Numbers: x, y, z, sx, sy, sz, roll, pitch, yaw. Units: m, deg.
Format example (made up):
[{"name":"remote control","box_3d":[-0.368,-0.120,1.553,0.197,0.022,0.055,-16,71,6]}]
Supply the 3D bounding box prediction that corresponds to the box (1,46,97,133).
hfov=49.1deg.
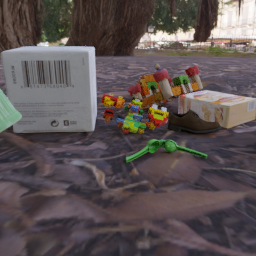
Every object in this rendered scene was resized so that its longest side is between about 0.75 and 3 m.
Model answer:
[{"name":"box","box_3d":[-2.308,-1.313,9.006,2.491,2.503,2.144,-1,20,-3]}]

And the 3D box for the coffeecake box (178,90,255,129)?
[{"name":"coffeecake box","box_3d":[3.154,-0.747,10.043,1.661,0.790,2.163,-14,22,-35]}]

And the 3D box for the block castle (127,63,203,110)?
[{"name":"block castle","box_3d":[1.479,-1.752,11.121,1.921,1.349,2.876,-21,-1,43]}]

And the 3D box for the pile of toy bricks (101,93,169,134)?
[{"name":"pile of toy bricks","box_3d":[0.103,-0.228,8.502,2.048,1.136,1.011,15,46,-4]}]

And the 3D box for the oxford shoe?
[{"name":"oxford shoe","box_3d":[2.027,-0.209,8.581,1.617,0.683,0.588,7,17,16]}]

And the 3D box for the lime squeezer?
[{"name":"lime squeezer","box_3d":[0.896,0.511,6.847,1.962,0.370,0.693,-1,18,-6]}]

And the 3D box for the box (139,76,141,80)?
[{"name":"box","box_3d":[1.329,-2.011,13.768,0.974,0.933,1.954,-6,19,-18]}]

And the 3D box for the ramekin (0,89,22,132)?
[{"name":"ramekin","box_3d":[-3.207,-0.188,5.875,1.674,0.818,1.674,-23,18,8]}]
